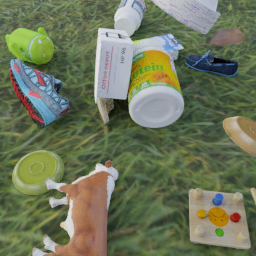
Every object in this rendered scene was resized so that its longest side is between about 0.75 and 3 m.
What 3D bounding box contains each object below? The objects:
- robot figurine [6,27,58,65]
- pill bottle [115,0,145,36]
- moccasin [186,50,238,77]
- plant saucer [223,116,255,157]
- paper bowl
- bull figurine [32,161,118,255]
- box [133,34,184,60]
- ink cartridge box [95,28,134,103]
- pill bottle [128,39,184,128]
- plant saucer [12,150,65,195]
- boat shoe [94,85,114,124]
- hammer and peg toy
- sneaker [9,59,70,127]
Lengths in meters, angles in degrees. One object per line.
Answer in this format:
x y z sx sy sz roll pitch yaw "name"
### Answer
-3.641 -3.065 10.558 1.933 1.118 1.696 22 44 19 "robot figurine"
0.045 -4.804 12.046 1.141 1.141 1.908 9 50 8 "pill bottle"
3.118 -2.498 10.383 1.898 0.647 0.764 13 51 11 "moccasin"
2.613 0.136 5.903 1.269 0.225 1.269 19 35 -14 "plant saucer"
1.656 -3.650 7.803 2.090 1.087 2.090 25 30 -16 "paper bowl"
-1.086 1.884 6.478 1.676 0.899 2.761 -2 48 2 "bull figurine"
0.990 -3.024 10.942 2.022 0.482 1.233 -16 51 -14 "box"
-0.478 -1.955 8.565 0.984 1.682 2.899 4 27 -8 "ink cartridge box"
0.758 -1.549 8.937 1.592 1.592 2.866 -2 49 -2 "pill bottle"
-2.434 1.125 7.563 1.399 0.217 1.399 0 49 -1 "plant saucer"
-0.724 -0.829 8.994 0.566 0.628 1.742 -8 44 -6 "boat shoe"
2.346 2.070 6.476 1.837 0.648 1.351 5 48 4 "hammer and peg toy"
-2.883 -1.260 9.177 1.377 1.144 2.884 -24 63 -28 "sneaker"
